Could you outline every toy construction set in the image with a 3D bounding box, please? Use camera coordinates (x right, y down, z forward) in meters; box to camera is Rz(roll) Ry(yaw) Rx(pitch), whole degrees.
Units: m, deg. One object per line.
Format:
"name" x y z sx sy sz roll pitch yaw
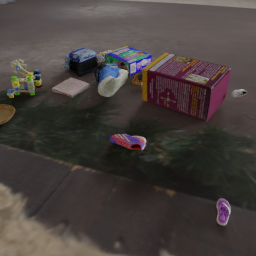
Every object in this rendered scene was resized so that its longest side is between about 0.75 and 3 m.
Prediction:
"toy construction set" -4.692 -2.217 12.721 1.477 1.038 2.252 -10 47 -13

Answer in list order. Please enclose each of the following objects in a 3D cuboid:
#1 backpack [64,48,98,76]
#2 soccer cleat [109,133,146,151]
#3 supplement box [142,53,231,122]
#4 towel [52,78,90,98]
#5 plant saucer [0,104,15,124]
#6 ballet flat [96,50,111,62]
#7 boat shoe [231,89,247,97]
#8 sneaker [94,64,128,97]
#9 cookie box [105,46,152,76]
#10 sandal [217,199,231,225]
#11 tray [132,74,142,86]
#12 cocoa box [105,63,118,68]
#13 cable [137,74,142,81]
"backpack" -2.532 -3.490 14.424 1.601 1.077 1.461 27 43 35
"soccer cleat" -0.042 0.470 9.272 1.247 0.425 0.456 7 45 10
"supplement box" 2.303 -1.768 11.407 2.979 1.538 1.950 23 44 29
"towel" -2.597 -1.857 12.788 1.234 0.208 1.292 21 41 25
"plant saucer" -5.023 -0.463 10.739 1.373 0.243 1.373 0 35 0
"ballet flat" -1.346 -3.958 15.603 1.529 0.578 0.489 -33 66 -34
"boat shoe" 4.576 -1.409 11.503 0.814 0.293 0.267 -12 24 -32
"sneaker" -1.087 -2.188 12.594 1.365 0.942 2.453 19 35 17
"cookie box" 0.009 -3.618 14.881 1.661 0.730 1.942 -29 43 -33
"sandal" 2.428 2.082 7.075 0.344 0.208 0.846 9 36 13
"tray" 0.518 -2.319 13.506 0.467 0.175 0.946 9 36 12
"cocoa box" -0.928 -2.870 13.962 0.821 0.548 0.539 -3 35 -4
"cable" 1.378 -2.537 13.695 2.017 0.508 0.980 -33 59 -30
